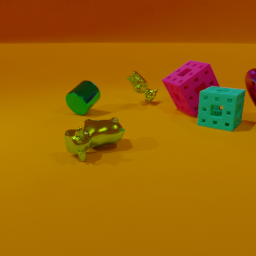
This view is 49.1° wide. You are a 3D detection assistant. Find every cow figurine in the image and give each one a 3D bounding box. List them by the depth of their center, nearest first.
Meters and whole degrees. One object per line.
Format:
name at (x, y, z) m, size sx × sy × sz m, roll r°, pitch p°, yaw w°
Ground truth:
cow figurine at (-0.751, 0.195, 6.616) m, size 1.446 × 0.794 × 1.423 m, roll -7°, pitch 15°, yaw -8°
cow figurine at (0.606, -1.641, 11.259) m, size 1.262 × 0.693 × 1.242 m, roll 55°, pitch 17°, yaw 23°

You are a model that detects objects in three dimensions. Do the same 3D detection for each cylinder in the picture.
cylinder at (-1.550, -1.057, 9.710) m, size 0.898 × 0.898 × 0.898 m, roll 11°, pitch 42°, yaw 29°

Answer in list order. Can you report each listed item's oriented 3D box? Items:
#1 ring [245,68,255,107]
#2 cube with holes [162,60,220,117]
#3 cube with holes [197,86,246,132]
ring at (4.099, -0.870, 8.234) m, size 0.395 × 1.977 × 1.977 m, roll -30°, pitch 16°, yaw 9°
cube with holes at (2.238, -1.412, 9.795) m, size 1.282 × 1.282 × 1.282 m, roll -36°, pitch 25°, yaw -5°
cube with holes at (2.862, -0.624, 8.572) m, size 1.058 × 1.058 × 1.058 m, roll 12°, pitch 22°, yaw 32°
